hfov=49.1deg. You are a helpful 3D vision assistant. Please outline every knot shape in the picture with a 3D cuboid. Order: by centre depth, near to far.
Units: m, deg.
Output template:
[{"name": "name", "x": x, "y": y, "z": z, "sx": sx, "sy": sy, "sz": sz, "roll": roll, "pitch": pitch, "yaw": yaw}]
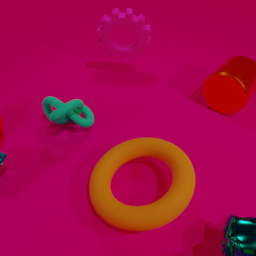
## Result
[{"name": "knot shape", "x": -1.441, "y": -0.385, "z": 6.644, "sx": 1.301, "sy": 1.217, "sz": 0.601, "roll": 9, "pitch": 87, "yaw": -6}]

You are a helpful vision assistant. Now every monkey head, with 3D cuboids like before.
[{"name": "monkey head", "x": 1.868, "y": 1.816, "z": 4.289, "sx": 0.803, "sy": 0.958, "sz": 1.332, "roll": 2, "pitch": 86, "yaw": 22}]

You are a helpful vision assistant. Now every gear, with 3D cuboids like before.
[{"name": "gear", "x": -0.115, "y": -2.673, "z": 8.147, "sx": 1.560, "sy": 1.560, "sz": 0.289, "roll": 3, "pitch": 51, "yaw": 3}]

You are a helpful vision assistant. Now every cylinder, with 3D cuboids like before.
[{"name": "cylinder", "x": 2.780, "y": -1.154, "z": 7.449, "sx": 1.180, "sy": 1.180, "sz": 1.180, "roll": 28, "pitch": 49, "yaw": 27}]

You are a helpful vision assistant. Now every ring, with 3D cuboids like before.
[{"name": "ring", "x": 0.247, "y": 0.993, "z": 5.423, "sx": 2.057, "sy": 0.411, "sz": 2.057, "roll": -9, "pitch": 43, "yaw": 8}]

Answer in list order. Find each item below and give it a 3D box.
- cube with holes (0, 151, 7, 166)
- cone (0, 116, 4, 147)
[{"name": "cube with holes", "x": -2.999, "y": 0.644, "z": 5.351, "sx": 0.766, "sy": 0.766, "sz": 0.766, "roll": -1, "pitch": 55, "yaw": 43}, {"name": "cone", "x": -4.046, "y": 0.124, "z": 6.370, "sx": 1.608, "sy": 1.602, "sz": 1.602, "roll": -15, "pitch": 37, "yaw": 24}]
